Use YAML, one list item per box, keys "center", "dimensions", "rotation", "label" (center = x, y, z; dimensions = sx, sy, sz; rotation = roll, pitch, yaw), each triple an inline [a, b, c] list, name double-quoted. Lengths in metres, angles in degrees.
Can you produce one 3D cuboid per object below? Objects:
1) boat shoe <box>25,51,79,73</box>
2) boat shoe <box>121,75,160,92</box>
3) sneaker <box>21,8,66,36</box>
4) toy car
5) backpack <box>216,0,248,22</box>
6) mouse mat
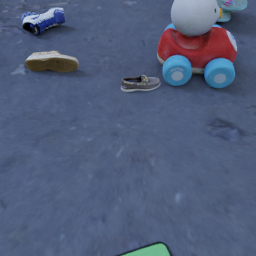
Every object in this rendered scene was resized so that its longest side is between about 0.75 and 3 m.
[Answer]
- center: [-2.522, -2.311, 9.447]
  dimensions: [1.813, 0.668, 0.627]
  rotation: [3, 52, 4]
  label: "boat shoe"
- center: [0.408, -1.443, 8.821]
  dimensions: [1.278, 0.381, 0.459]
  rotation: [-6, 47, -6]
  label: "boat shoe"
- center: [-3.414, -4.166, 11.247]
  dimensions: [1.829, 0.739, 1.056]
  rotation: [-8, 50, 2]
  label: "sneaker"
- center: [2.296, -3.224, 8.751]
  dimensions: [2.594, 2.933, 2.703]
  rotation: [5, 47, 4]
  label: "toy car"
- center: [3.721, -5.490, 11.558]
  dimensions: [2.487, 1.907, 2.187]
  rotation: [-1, 40, 13]
  label: "backpack"
- center: [0.200, 3.059, 4.503]
  dimensions: [1.853, 0.087, 2.302]
  rotation: [-13, 36, -12]
  label: "mouse mat"
